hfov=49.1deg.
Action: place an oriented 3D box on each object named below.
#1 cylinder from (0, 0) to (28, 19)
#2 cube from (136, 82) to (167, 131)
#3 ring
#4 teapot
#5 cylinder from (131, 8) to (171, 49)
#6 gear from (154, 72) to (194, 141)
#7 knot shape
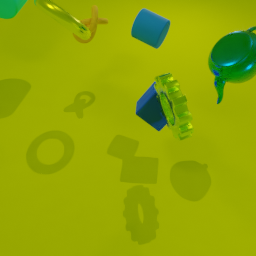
[{"bbox_3d":[-3.443,-4.010,7.877,1.305,1.305,1.305,13,59,10],"label":"cylinder"},{"bbox_3d":[0.703,-0.528,6.781,0.744,0.744,0.744,36,24,-14],"label":"cube"},{"bbox_3d":[-1.473,-2.503,6.407,1.424,1.424,0.285,40,100,28],"label":"ring"},{"bbox_3d":[2.339,-1.409,6.058,1.155,0.909,1.857,34,91,47],"label":"teapot"},{"bbox_3d":[0.537,-2.342,6.620,0.700,0.700,0.700,29,56,9],"label":"cylinder"},{"bbox_3d":[0.892,-0.420,5.589,0.249,1.348,1.348,-21,53,-3],"label":"gear"},{"bbox_3d":[-1.021,-3.014,8.110,0.530,1.148,1.074,46,39,-5],"label":"knot shape"}]
